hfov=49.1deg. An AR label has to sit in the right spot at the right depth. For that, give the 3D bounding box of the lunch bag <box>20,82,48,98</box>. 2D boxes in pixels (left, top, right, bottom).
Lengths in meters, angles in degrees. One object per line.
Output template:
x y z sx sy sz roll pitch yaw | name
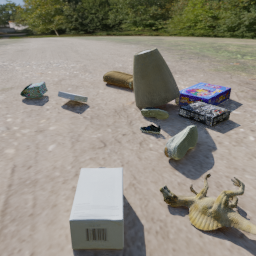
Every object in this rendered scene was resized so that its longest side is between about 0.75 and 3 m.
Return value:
-5.257 -2.100 15.581 1.222 0.745 1.041 -7 24 9 | lunch bag

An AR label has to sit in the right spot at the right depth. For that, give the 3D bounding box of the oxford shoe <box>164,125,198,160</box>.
1.879 0.451 9.708 0.621 0.809 2.151 -3 19 38 | oxford shoe

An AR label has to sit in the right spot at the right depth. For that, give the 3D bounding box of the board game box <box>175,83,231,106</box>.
4.012 -1.730 14.837 1.840 0.613 2.736 19 30 37 | board game box

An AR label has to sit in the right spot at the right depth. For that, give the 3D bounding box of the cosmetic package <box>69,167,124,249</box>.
-0.653 1.761 6.546 1.138 0.818 2.017 0 22 0 | cosmetic package

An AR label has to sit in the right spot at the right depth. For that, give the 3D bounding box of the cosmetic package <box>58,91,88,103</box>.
-2.861 -1.612 14.518 1.262 0.326 0.952 15 8 34 | cosmetic package

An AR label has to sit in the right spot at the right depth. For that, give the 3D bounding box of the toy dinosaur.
2.170 1.898 6.586 2.908 0.846 1.470 13 41 44 | toy dinosaur

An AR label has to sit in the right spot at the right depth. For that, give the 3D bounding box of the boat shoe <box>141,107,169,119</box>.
1.275 -0.715 12.653 1.360 0.508 0.451 3 34 31 | boat shoe

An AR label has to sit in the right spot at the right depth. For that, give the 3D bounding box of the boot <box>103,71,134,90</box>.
0.242 -3.252 17.978 2.549 0.963 2.911 -20 30 -39 | boot

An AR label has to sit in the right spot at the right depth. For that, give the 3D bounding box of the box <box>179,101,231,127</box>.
3.437 -0.690 12.644 1.419 0.448 1.800 -20 30 -38 | box

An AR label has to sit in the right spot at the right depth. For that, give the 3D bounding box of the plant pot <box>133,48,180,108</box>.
1.149 -2.555 13.734 2.314 2.470 2.314 -16 19 6 | plant pot

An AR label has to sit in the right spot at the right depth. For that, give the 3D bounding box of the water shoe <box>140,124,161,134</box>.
0.898 -0.015 11.217 0.881 0.348 0.315 9 25 20 | water shoe
